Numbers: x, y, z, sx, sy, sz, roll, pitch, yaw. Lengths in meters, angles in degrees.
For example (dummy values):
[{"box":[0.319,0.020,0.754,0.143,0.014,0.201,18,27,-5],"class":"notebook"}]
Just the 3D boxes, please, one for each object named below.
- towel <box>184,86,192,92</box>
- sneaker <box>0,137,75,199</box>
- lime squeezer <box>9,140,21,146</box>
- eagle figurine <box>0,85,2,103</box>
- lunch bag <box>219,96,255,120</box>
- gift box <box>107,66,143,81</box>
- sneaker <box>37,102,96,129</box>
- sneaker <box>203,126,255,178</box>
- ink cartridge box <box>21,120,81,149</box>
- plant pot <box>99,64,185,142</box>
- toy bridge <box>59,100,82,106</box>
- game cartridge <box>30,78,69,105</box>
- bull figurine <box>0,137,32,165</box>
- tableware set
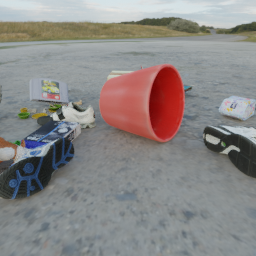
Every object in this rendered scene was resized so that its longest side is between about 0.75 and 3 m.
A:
[{"box":[2.299,-2.107,15.800,2.215,0.240,1.624,5,20,37],"class":"towel"},{"box":[-2.579,1.130,7.701,0.987,0.970,2.562,-14,12,35],"class":"sneaker"},{"box":[-3.985,0.560,9.811,1.187,0.224,0.419,-9,-6,-18],"class":"lime squeezer"},{"box":[-4.070,0.320,7.057,2.032,2.678,2.021,-14,27,-29],"class":"eagle figurine"},{"box":[4.844,-0.888,12.406,1.355,0.861,1.149,-27,34,-37],"class":"lunch bag"},{"box":[0.044,-1.923,13.446,1.905,2.040,1.883,3,28,4],"class":"gift box"},{"box":[-2.524,-0.578,11.402,2.401,1.062,0.889,-2,24,-1],"class":"sneaker"},{"box":[3.852,0.483,8.698,1.695,1.112,2.946,-10,22,-18],"class":"sneaker"},{"box":[-2.720,0.397,9.760,1.273,0.502,2.559,6,24,12],"class":"ink cartridge box"},{"box":[0.444,-0.950,10.516,2.453,2.772,2.772,6,22,35],"class":"plant pot"},{"box":[-3.018,-1.235,14.083,1.384,0.188,0.465,-3,24,-7],"class":"toy bridge"},{"box":[-3.759,-1.778,13.456,1.834,1.221,0.375,3,-26,-32],"class":"game cartridge"},{"box":[-4.386,0.744,8.330,2.934,0.956,1.781,-11,22,-30],"class":"bull figurine"},{"box":[-3.860,-0.808,12.862,2.204,0.338,1.485,-4,23,-11],"class":"tableware set"}]
